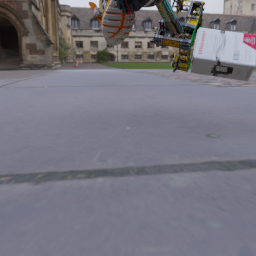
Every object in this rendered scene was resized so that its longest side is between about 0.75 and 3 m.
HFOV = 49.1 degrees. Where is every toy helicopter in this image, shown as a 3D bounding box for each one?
[{"bbox_3d":[-0.692,-3.690,7.953,0.771,1.293,1.956,10,29,-28],"label":"toy helicopter"}]

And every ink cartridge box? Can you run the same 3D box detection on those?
[{"bbox_3d":[2.472,-1.930,7.311,1.514,1.100,0.631,11,-27,10],"label":"ink cartridge box"}]

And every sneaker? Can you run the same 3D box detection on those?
[{"bbox_3d":[-0.277,-3.004,6.666,0.790,2.019,0.780,-3,28,-20],"label":"sneaker"},{"bbox_3d":[0.631,-2.448,3.336,0.948,1.023,2.538,-26,-1,-30],"label":"sneaker"}]

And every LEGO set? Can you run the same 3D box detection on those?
[{"bbox_3d":[1.588,-3.174,9.340,1.388,2.395,1.842,15,-11,15],"label":"LEGO set"}]

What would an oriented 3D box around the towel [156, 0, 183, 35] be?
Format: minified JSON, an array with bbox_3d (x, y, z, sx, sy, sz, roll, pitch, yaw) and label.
[{"bbox_3d":[0.613,-3.212,6.472,0.240,2.215,1.624,-30,19,13],"label":"towel"}]
